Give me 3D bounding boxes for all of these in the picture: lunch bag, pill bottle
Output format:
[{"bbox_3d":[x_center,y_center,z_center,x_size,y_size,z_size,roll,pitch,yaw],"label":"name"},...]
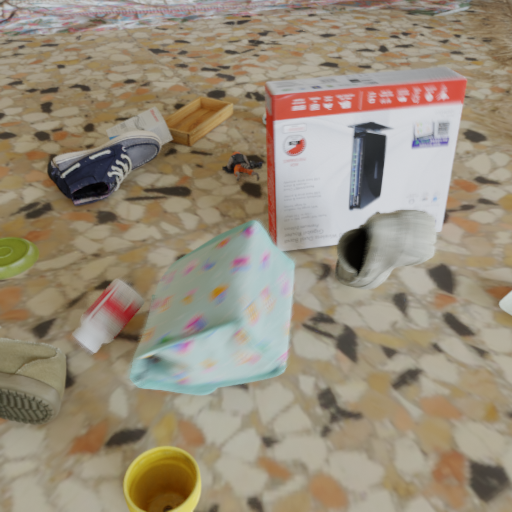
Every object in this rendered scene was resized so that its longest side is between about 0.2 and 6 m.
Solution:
[{"bbox_3d":[-0.716,0.870,8.187,2.331,1.421,1.985,-22,40,28],"label":"lunch bag"},{"bbox_3d":[-2.351,0.960,8.866,0.621,0.621,1.106,29,71,32],"label":"pill bottle"}]

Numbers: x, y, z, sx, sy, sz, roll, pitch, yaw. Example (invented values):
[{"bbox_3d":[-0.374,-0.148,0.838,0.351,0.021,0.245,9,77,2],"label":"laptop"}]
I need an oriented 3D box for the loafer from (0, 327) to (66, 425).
[{"bbox_3d":[-4.090,1.564,7.981,3.045,1.158,1.027,15,38,3],"label":"loafer"}]

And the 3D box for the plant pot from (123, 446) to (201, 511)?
[{"bbox_3d":[-1.064,2.813,6.526,0.865,0.814,0.865,0,38,0],"label":"plant pot"}]

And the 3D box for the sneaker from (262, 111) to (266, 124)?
[{"bbox_3d":[1.046,-3.631,15.017,1.900,0.704,0.841,8,37,26],"label":"sneaker"}]

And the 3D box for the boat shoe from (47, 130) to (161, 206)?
[{"bbox_3d":[-3.212,-1.936,12.703,2.686,1.003,1.245,-25,53,-20],"label":"boat shoe"}]

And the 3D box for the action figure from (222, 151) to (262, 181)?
[{"bbox_3d":[-0.244,-2.165,13.236,1.016,0.531,0.983,-15,49,-19],"label":"action figure"}]

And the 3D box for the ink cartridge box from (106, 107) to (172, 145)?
[{"bbox_3d":[-2.907,-3.014,13.942,1.397,0.585,1.014,-28,41,-5],"label":"ink cartridge box"}]

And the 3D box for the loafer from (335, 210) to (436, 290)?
[{"bbox_3d":[1.741,-0.101,8.852,1.033,2.960,1.035,8,73,-9],"label":"loafer"}]

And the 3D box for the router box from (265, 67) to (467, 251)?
[{"bbox_3d":[1.942,-1.772,10.511,3.438,3.085,0.840,-8,33,-7],"label":"router box"}]

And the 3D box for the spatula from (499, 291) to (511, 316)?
[{"bbox_3d":[5.802,0.842,9.567,2.935,0.236,2.041,-24,43,-27],"label":"spatula"}]

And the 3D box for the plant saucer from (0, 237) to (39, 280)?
[{"bbox_3d":[-4.816,-0.006,10.688,1.256,0.195,1.256,-1,38,0],"label":"plant saucer"}]

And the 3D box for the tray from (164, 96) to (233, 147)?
[{"bbox_3d":[-1.665,-3.703,15.304,1.105,0.415,2.241,18,42,21],"label":"tray"}]
